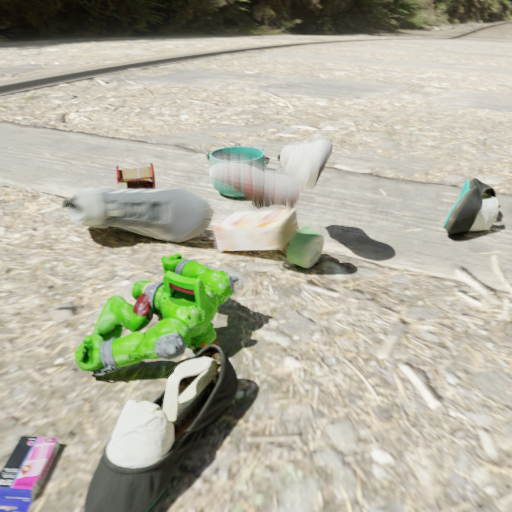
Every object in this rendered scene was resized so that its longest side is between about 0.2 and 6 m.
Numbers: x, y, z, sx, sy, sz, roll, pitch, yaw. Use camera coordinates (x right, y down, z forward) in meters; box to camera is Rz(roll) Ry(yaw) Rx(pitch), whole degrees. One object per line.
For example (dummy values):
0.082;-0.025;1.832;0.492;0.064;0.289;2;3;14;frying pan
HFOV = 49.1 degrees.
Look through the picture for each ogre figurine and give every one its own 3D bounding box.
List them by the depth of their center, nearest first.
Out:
-1.371;0.825;8.501;1.599;1.308;2.666;2;13;30;ogre figurine

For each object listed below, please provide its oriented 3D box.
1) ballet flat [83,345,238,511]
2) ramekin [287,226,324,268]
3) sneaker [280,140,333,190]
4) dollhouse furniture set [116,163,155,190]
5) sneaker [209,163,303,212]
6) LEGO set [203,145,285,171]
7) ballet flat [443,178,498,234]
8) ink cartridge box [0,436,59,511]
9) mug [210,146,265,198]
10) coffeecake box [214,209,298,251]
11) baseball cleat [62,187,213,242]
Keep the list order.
-1.125;1.946;6.702;0.918;0.923;2.699;9;29;25;ballet flat
0.980;-0.151;10.847;0.387;0.792;0.792;26;37;28;ramekin
0.862;-1.783;10.647;0.902;0.776;2.132;28;-6;1;sneaker
-2.916;-1.489;13.750;0.950;0.718;1.766;-6;45;-12;dollhouse furniture set
-0.045;-1.123;9.656;1.634;0.669;0.629;15;29;-1;sneaker
-0.245;-2.573;15.614;2.703;0.766;1.755;20;29;33;LEGO set
4.985;-1.124;12.666;0.945;0.940;2.764;25;35;17;ballet flat
-2.690;2.510;6.455;0.476;0.186;1.005;2;30;3;ink cartridge box
-0.455;-2.173;14.440;1.400;1.054;1.704;3;26;8;mug
0.018;-0.535;11.547;1.406;0.514;1.079;-1;23;24;coffeecake box
-2.605;-0.847;11.674;3.302;1.151;1.757;4;9;29;baseball cleat
